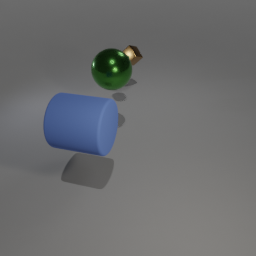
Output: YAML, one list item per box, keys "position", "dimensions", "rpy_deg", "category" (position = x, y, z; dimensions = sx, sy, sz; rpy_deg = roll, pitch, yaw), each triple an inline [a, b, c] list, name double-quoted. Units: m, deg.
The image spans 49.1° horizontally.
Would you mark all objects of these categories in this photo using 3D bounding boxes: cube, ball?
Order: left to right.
- position: [-0.550, -1.981, 9.504]
  dimensions: [1.400, 1.400, 1.400]
  rpy_deg: [0, 32, 0]
  category: "ball"
- position: [0.176, -3.640, 14.081]
  dimensions: [0.700, 0.700, 0.700]
  rpy_deg: [-14, 72, -55]
  category: "cube"

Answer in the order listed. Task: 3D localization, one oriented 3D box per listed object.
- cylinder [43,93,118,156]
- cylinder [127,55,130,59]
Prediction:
- position: [-1.106, -0.101, 6.899]
  dimensions: [1.400, 1.400, 1.400]
  rpy_deg: [9, 33, 14]
  category: "cylinder"
- position: [-0.249, -2.760, 12.265]
  dimensions: [0.700, 0.700, 0.700]
  rpy_deg: [-5, 33, 3]
  category: "cylinder"
